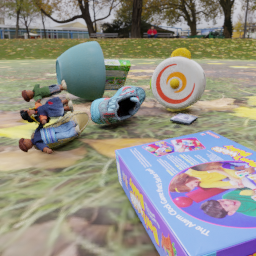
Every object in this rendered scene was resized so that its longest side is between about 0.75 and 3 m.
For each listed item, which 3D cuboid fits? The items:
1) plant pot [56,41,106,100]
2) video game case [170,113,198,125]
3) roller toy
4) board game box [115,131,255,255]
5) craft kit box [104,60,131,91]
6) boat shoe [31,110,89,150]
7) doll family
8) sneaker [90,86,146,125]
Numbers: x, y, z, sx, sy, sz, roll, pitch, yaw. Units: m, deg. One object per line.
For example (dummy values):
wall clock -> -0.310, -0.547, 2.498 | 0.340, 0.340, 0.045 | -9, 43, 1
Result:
plant pot -> -2.021, -2.255, 11.324 | 1.597, 2.371, 2.371 | -8, 18, -22
video game case -> 1.725, -0.282, 8.595 | 0.605, 0.080, 0.847 | 14, 23, 28
roller toy -> 1.778, -1.565, 9.740 | 1.771, 1.942, 1.357 | 49, 23, 8
board game box -> 0.978, 0.774, 3.552 | 1.738, 0.579, 2.586 | -11, 17, -12
craft kit box -> -0.807, -2.165, 11.629 | 1.553, 1.534, 0.377 | -3, 60, -20
boat shoe -> -1.384, 0.018, 6.607 | 0.693, 0.652, 1.821 | -13, 17, 33
doll family -> -1.764, -0.267, 5.940 | 1.209, 0.820, 2.091 | -15, 32, -12
sneaker -> 0.005, -0.636, 8.326 | 1.118, 0.928, 2.340 | 4, 26, 37
